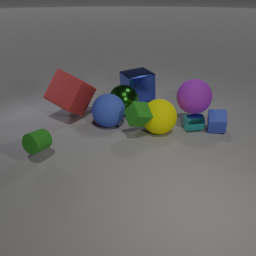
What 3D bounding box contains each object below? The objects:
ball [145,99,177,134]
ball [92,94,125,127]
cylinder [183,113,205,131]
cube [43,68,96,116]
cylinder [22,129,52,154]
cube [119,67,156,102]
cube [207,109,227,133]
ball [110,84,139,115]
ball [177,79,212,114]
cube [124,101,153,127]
[{"bbox_3d":[1.245,-0.449,11.180,1.400,1.400,1.400,0,27,0],"label":"ball"},{"bbox_3d":[-0.826,-0.739,11.765,1.400,1.400,1.400,0,27,0],"label":"ball"},{"bbox_3d":[2.705,-0.234,11.523,0.700,0.700,0.700,-4,27,-8],"label":"cylinder"},{"bbox_3d":[-2.496,-1.524,12.184,1.400,1.400,1.400,28,3,19],"label":"cube"},{"bbox_3d":[-3.005,0.438,9.273,0.700,0.700,0.700,13,20,24],"label":"cylinder"},{"bbox_3d":[0.490,-2.194,14.441,1.400,1.400,1.400,-15,31,-19],"label":"cube"},{"bbox_3d":[3.593,-0.270,11.308,0.700,0.700,0.700,2,49,13],"label":"cube"},{"bbox_3d":[-0.202,-1.294,12.878,1.400,1.400,1.400,0,27,0],"label":"ball"},{"bbox_3d":[2.664,-1.263,11.265,1.400,1.400,1.400,0,27,0],"label":"ball"},{"bbox_3d":[0.389,-0.514,10.517,0.700,0.700,0.700,0,59,-38],"label":"cube"}]
